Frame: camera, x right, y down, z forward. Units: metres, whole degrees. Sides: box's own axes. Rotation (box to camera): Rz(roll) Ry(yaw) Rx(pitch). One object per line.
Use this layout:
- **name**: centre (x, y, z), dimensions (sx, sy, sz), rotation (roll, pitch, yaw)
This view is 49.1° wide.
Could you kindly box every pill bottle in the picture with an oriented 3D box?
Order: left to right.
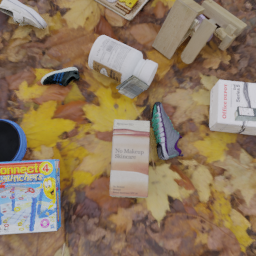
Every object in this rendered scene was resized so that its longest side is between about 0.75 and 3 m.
- **pill bottle**: centre (-0.178, -2.626, 11.524), dimensions (2.599, 1.486, 1.486), rotation (26, 76, 7)

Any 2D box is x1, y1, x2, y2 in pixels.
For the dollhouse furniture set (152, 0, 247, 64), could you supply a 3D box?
- **dollhouse furniture set**: centre (3.195, -4.115, 12.467), dimensions (2.618, 2.243, 2.753), rotation (41, 43, 10)

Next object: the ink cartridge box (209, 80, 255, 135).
- **ink cartridge box**: centre (4.694, -0.771, 11.206), dimensions (2.560, 1.075, 1.862), rotation (6, 74, 2)

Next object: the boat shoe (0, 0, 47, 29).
- **boat shoe**: centre (-4.742, -5.015, 12.519), dimensions (2.559, 0.921, 0.841), rotation (36, 82, 10)

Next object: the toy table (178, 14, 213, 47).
- **toy table**: centre (2.733, -4.220, 12.022), dimensions (1.711, 1.573, 1.002), rotation (38, 59, 12)

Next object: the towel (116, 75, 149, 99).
- **towel**: centre (0.180, -1.564, 10.912), dimensions (0.968, 1.006, 0.174), rotation (-32, 49, 32)

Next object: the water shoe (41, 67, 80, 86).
- **water shoe**: centre (-2.849, -2.063, 11.837), dimensions (1.640, 0.586, 0.647), rotation (-22, 78, -5)

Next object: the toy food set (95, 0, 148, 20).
- **toy food set**: centre (-0.292, -6.435, 12.931), dimensions (2.779, 0.840, 1.994), rotation (34, 77, 9)

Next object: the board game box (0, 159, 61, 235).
- **board game box**: centre (-3.826, 2.469, 10.241), dimensions (2.581, 0.721, 2.527), rotation (-3, 83, -3)

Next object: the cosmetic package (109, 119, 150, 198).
- **cosmetic package**: centre (0.085, 1.185, 10.582), dimensions (1.447, 1.221, 2.799), rotation (1, 74, 0)

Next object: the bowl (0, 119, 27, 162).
- **bowl**: centre (-5.196, 0.688, 11.136), dimensions (2.215, 0.435, 2.215), rotation (0, 74, 0)

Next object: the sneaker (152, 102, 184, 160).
- **sneaker**: centre (1.584, 0.077, 11.201), dimensions (1.019, 0.866, 2.327), rotation (-6, 85, -12)
